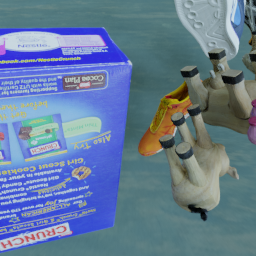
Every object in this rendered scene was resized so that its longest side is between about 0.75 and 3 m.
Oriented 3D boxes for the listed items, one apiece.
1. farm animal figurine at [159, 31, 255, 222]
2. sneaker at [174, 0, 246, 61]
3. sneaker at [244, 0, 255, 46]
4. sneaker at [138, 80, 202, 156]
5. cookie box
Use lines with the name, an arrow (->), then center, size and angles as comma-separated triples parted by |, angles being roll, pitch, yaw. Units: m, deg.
farm animal figurine -> 1.186, -0.088, 2.759 | 2.053, 1.071, 2.031 | -26, 27, 0
sneaker -> 1.360, -2.161, 4.433 | 0.789, 1.958, 1.434 | -2, 61, 34
sneaker -> 2.951, -3.017, 6.580 | 0.921, 0.909, 2.354 | -19, 88, -38
sneaker -> 0.663, -0.223, 4.818 | 1.631, 0.629, 0.595 | -52, 36, 6
cookie box -> -1.003, 0.237, 2.574 | 1.780, 2.081, 0.782 | -7, 41, -18
